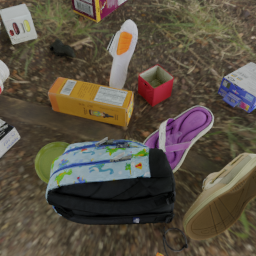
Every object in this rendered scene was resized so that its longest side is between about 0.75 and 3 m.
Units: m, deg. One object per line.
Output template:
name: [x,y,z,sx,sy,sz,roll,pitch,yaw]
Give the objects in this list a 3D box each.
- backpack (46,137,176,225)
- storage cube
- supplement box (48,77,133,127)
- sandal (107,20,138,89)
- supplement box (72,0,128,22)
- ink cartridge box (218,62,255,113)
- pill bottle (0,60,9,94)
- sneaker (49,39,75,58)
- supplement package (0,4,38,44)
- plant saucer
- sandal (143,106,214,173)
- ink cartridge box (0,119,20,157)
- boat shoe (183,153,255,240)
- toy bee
backpack: [-0.444,1.243,6.161,2.614,2.133,2.010,-15,49,-3]
storage cube: [0.847,-1.309,8.638,0.903,0.812,0.772,-31,59,-21]
supplement box: [-1.059,-0.783,8.267,2.395,0.797,0.824,14,53,10]
sandal: [-0.357,-2.310,8.890,0.665,0.889,2.321,16,91,32]
supplement box: [-1.142,-5.493,11.525,1.370,1.080,2.092,30,59,20]
ink cartridge box: [3.621,-1.221,8.509,1.749,0.668,1.193,-28,54,-29]
pill bottle: [-4.473,-1.186,8.298,1.209,1.209,2.023,15,55,10]
sneaker: [-2.334,-2.724,9.970,1.169,0.444,0.531,34,70,30]
supplement package: [-4.028,-3.823,10.339,0.977,1.022,0.752,-23,56,-15]
plant saucer: [-1.771,0.936,7.209,1.199,0.186,1.199,8,62,-15]
sandal: [1.277,0.194,7.593,1.182,0.714,2.904,35,61,23]
ink cartridge box: [-4.179,0.734,7.302,1.173,0.552,2.495,27,58,19]
boat shoe: [2.245,1.513,6.604,2.738,0.988,0.889,-36,25,-17]
toy bee: [0.468,2.911,5.242,1.621,1.346,2.477,2,54,3]
